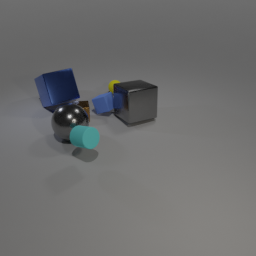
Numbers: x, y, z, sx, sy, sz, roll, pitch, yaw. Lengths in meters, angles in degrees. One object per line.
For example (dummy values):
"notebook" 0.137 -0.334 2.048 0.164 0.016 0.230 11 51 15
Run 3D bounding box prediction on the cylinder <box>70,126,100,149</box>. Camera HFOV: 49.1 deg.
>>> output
"cylinder" -1.397 0.293 9.026 0.700 0.700 0.700 6 27 43

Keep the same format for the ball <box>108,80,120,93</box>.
"ball" -0.658 -2.098 14.322 0.700 0.700 0.700 0 30 0

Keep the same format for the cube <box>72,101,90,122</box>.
"cube" -2.016 -0.702 12.021 0.700 0.700 0.700 -4 32 -11

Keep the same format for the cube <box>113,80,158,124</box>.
"cube" 0.304 -1.162 11.933 1.400 1.400 1.400 -13 26 -26

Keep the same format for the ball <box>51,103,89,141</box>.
"ball" -2.167 -0.225 10.529 1.400 1.400 1.400 0 30 0

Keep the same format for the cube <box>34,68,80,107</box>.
"cube" -3.256 -1.828 12.855 1.400 1.400 1.400 -21 11 -31

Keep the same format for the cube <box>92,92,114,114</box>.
"cube" -1.058 -1.114 12.437 0.700 0.700 0.700 -10 18 30
